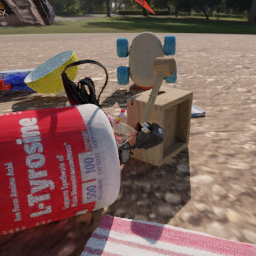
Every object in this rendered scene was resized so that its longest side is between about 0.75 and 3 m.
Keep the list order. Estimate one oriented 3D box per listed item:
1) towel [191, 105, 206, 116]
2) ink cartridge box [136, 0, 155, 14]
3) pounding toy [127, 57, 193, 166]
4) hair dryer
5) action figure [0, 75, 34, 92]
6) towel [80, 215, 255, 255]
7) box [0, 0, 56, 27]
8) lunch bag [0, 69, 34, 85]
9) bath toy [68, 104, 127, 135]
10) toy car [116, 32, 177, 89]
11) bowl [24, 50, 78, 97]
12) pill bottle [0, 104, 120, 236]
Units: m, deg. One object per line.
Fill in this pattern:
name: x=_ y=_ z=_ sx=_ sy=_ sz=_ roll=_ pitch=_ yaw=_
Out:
towel: x=1.637 y=-0.488 z=8.099 sx=1.018 sy=0.121 sz=0.748 roll=-6 pitch=22 yaw=-14
ink cartridge box: x=0.150 y=-3.460 z=6.531 sx=0.342 sy=1.448 sz=1.159 roll=-36 pitch=-13 yaw=26
pounding toy: x=0.444 y=-0.376 z=5.335 sx=0.900 sy=1.968 sz=1.729 roll=16 pitch=27 yaw=35
hair dryer: x=-0.607 y=-0.057 z=4.916 sx=2.388 sy=1.819 sz=0.649 roll=-37 pitch=11 yaw=43
action figure: x=-4.315 y=-1.736 z=9.953 sx=2.705 sy=0.883 sz=1.339 roll=-20 pitch=52 yaw=-40
towel: x=0.275 y=1.776 z=2.247 sx=1.894 sy=0.387 sz=2.588 roll=7 pitch=25 yaw=14
box: x=-2.258 y=-2.523 z=5.529 sx=1.324 sy=1.044 sz=0.329 roll=4 pitch=61 yaw=12
lunch bag: x=-4.179 y=-1.895 z=10.686 sx=1.612 sy=0.665 sz=1.296 roll=-16 pitch=16 yaw=-37
bath toy: x=-0.698 y=-0.241 z=6.848 sx=1.646 sy=0.608 sz=0.716 roll=10 pitch=24 yaw=20
toy car: x=0.793 y=-2.479 z=11.418 sx=2.218 sy=2.128 sz=2.406 roll=-2 pitch=-6 yaw=6
bowl: x=-2.407 y=-1.700 z=9.562 sx=1.924 sy=1.035 sz=1.924 roll=-22 pitch=32 yaw=15
pill bottle: x=-1.578 y=0.572 z=3.602 sx=2.686 sy=1.507 sz=1.507 roll=-10 pitch=24 yaw=-22
